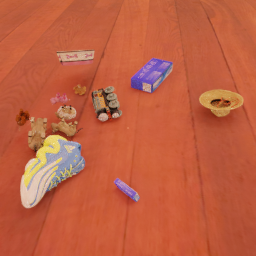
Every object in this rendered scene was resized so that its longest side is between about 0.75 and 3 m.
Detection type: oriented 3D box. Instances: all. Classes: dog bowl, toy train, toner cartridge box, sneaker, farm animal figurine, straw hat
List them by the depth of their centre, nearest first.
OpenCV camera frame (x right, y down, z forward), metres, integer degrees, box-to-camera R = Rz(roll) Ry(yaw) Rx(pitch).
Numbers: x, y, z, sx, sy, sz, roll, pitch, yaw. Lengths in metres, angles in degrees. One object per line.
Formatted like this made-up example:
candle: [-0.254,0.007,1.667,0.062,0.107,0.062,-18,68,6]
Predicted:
toner cartridge box: [-0.037,1.897,8.591,0.849,0.403,0.183,31,70,33]
sneaker: [-2.228,1.254,8.837,1.519,1.095,2.893,4,40,4]
farm animal figurine: [-2.961,-0.173,10.628,2.221,1.117,1.793,-26,66,-32]
straw hat: [3.817,-0.878,11.570,1.709,0.723,1.709,-7,37,5]
toy train: [-0.925,-1.009,11.768,1.076,0.805,1.888,-18,45,-1]
dog bowl: [-2.375,-3.243,12.896,1.727,0.637,1.727,-3,17,1]
toner cartridge box: [1.202,-2.630,13.758,1.154,0.525,2.430,20,45,22]

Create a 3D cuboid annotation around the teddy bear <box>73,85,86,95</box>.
teddy bear: [-2.219,-1.755,12.973,0.754,0.252,0.547,22,50,29]
